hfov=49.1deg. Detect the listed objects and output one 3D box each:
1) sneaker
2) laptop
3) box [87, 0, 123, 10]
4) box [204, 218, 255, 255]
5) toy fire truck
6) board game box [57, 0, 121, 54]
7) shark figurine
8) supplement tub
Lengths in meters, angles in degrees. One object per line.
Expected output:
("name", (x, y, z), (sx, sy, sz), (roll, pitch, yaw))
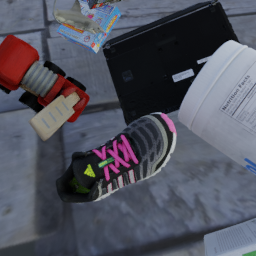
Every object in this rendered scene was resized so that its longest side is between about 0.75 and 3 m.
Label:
("sneaker", (-0.251, 0.502, 3.753), (0.883, 2.018, 0.744), (-3, 62, -54))
("laptop", (0.894, -1.599, 6.256), (2.568, 1.497, 2.898), (-20, 74, 8))
("box", (-0.167, -3.889, 7.328), (1.555, 2.277, 0.429), (-23, 99, -15))
("box", (1.644, 1.948, 3.764), (0.904, 1.056, 1.051), (-23, 80, 11))
("toy fire truck", (-1.882, -0.816, 5.858), (2.246, 2.552, 1.642), (36, 79, -21))
("board game box", (-1.296, -3.457, 9.215), (1.601, 0.447, 1.567), (31, 87, 26))
("shark figurine", (-1.560, -3.180, 7.689), (1.133, 0.792, 1.897), (28, 18, 29))
("supplement tub", (2.077, -0.062, 4.030), (2.311, 1.524, 1.524), (37, 61, 20))
